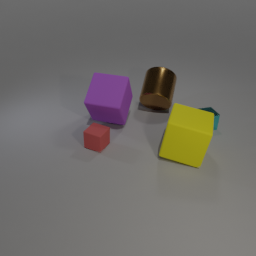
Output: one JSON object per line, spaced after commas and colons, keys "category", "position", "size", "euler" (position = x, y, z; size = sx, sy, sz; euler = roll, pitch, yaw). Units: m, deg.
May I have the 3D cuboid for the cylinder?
{"category": "cylinder", "position": [1.312, -1.690, 12.160], "size": [1.400, 1.400, 1.400], "euler": [9, 67, 14]}

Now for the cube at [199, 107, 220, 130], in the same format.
{"category": "cube", "position": [3.125, -0.346, 11.166], "size": [0.700, 0.700, 0.700], "euler": [-8, 33, -14]}

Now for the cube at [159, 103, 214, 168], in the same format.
{"category": "cube", "position": [1.966, 0.222, 9.384], "size": [1.400, 1.400, 1.400], "euler": [16, 35, 9]}

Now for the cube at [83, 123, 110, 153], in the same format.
{"category": "cube", "position": [-1.113, 0.336, 10.050], "size": [0.700, 0.700, 0.700], "euler": [17, 36, 20]}

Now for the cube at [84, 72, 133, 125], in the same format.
{"category": "cube", "position": [-0.710, -1.122, 10.899], "size": [1.400, 1.400, 1.400], "euler": [10, 67, 12]}
